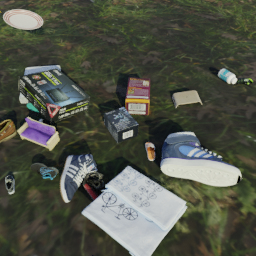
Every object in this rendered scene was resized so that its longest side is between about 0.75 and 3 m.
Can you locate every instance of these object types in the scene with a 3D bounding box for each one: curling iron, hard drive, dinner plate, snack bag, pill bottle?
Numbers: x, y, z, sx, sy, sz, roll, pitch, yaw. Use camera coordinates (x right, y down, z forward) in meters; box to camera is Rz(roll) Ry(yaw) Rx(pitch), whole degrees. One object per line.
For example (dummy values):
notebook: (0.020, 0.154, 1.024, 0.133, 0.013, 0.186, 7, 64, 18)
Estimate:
curling iron: (-0.647, 2.374, 8.629, 0.702, 0.362, 2.834, -45, 48, 5)
hard drive: (-4.292, -2.242, 13.925, 1.792, 0.357, 2.717, -6, 42, -7)
dinner plate: (-3.337, -3.436, 8.959, 1.195, 0.145, 1.195, 10, 47, -11)
snack bag: (0.211, 2.398, 8.419, 2.399, 0.272, 2.545, 31, 41, 24)
pill bottle: (5.067, -2.594, 14.208, 0.516, 0.516, 0.932, -21, 46, -22)

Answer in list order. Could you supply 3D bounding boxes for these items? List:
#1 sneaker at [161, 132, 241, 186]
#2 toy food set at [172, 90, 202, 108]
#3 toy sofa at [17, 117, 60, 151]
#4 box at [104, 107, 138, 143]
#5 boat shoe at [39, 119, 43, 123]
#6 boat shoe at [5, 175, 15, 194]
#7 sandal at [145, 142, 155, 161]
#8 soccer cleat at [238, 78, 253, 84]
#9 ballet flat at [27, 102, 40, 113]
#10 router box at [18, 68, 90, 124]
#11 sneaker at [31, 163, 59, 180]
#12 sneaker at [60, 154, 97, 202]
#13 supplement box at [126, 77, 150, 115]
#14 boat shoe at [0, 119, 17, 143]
sneaker: (2.561, 0.855, 9.894, 2.708, 1.091, 1.983, 7, 46, 15)
toy food set: (2.714, -1.287, 12.926, 1.214, 0.367, 0.871, -9, 42, 3)
toy sofa: (-3.483, 0.213, 10.857, 1.544, 0.753, 0.639, 19, 52, 19)
box: (-0.287, -0.135, 11.329, 0.940, 0.678, 1.267, -20, 45, -21)
boat shoe: (-3.712, -0.032, 11.532, 0.304, 0.320, 0.888, 0, 51, -2)
boat shoe: (-3.967, 1.845, 9.413, 0.281, 0.277, 0.781, -19, 45, -20)
sandal: (0.876, 0.816, 10.574, 0.356, 0.266, 0.929, -4, 42, -4)
soccer cleat: (5.919, -2.317, 14.089, 0.819, 0.276, 0.332, -10, 45, -15)
ballet flat: (-3.746, -0.891, 12.397, 1.384, 0.470, 0.473, 17, 34, 4)
router box: (-3.218, -1.486, 12.209, 2.594, 0.806, 1.944, 41, 43, 24)
sneaker: (-2.954, 1.504, 9.727, 1.012, 0.370, 0.414, 10, 43, 10)
sneaker: (-1.602, 1.571, 9.325, 1.028, 0.664, 1.895, -9, 39, 7)
supplement box: (0.470, -1.471, 12.728, 1.030, 0.799, 1.866, 3, 42, 4)
boat shoe: (-5.294, 0.351, 10.773, 0.730, 0.689, 2.028, 25, 48, 25)
